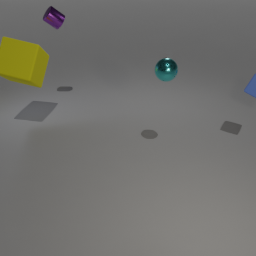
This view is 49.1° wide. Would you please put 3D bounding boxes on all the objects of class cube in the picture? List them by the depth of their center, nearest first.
[{"bbox_3d":[4.553,-1.424,9.758,0.700,0.700,0.700,34,21,14],"label":"cube"},{"bbox_3d":[-4.066,-2.497,10.856,1.400,1.400,1.400,14,-2,1],"label":"cube"}]

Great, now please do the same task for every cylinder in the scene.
[{"bbox_3d":[-3.193,-4.754,12.091,0.700,0.700,0.700,28,11,-36],"label":"cylinder"}]

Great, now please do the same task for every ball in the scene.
[{"bbox_3d":[1.148,-1.744,8.398,0.700,0.700,0.700,0,29,0],"label":"ball"}]
